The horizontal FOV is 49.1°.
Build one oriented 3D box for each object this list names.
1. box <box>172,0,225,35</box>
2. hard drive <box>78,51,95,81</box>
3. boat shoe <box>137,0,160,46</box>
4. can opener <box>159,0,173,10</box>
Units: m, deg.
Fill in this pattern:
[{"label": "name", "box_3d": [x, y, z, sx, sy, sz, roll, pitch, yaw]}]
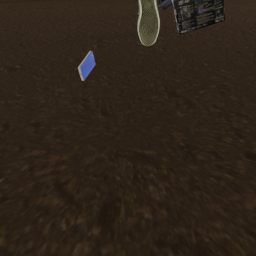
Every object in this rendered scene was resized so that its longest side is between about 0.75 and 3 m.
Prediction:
[{"label": "box", "box_3d": [1.976, -3.310, 7.804, 1.343, 1.076, 0.292, -15, 46, 11]}, {"label": "hard drive", "box_3d": [-1.277, -1.937, 8.735, 0.102, 0.532, 0.806, 15, 55, 17]}, {"label": "boat shoe", "box_3d": [0.811, -4.580, 11.338, 0.902, 2.418, 0.753, -3, 18, 8]}, {"label": "can opener", "box_3d": [1.848, -4.513, 8.776, 1.062, 0.856, 2.701, 15, -9, -34]}]
